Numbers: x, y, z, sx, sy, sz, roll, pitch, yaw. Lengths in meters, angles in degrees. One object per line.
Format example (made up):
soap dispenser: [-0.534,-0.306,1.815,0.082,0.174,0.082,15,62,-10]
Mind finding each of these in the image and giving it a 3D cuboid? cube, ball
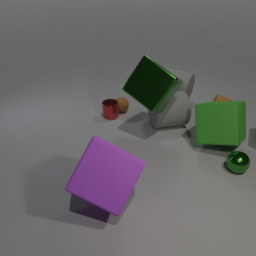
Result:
cube: [-0.580,1.116,7.082,1.400,1.400,1.400,28,-3,-5]
cube: [3.275,-0.206,9.838,1.400,1.400,1.400,1,8,33]
ball: [3.470,1.072,8.810,0.700,0.700,0.700,0,28,0]
cube: [0.904,-1.510,9.935,1.400,1.400,1.400,39,15,14]
ball: [-0.302,-1.070,12.779,0.700,0.700,0.700,0,28,0]

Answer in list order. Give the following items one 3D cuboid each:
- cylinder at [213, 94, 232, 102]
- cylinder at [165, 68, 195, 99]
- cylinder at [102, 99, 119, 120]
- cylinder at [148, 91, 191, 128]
cylinder: [4.222,-1.076,12.626,0.700,0.700,0.700,23,32,6]
cylinder: [2.258,-2.003,13.200,1.400,1.400,1.400,18,33,21]
cylinder: [-0.768,-0.820,12.289,0.700,0.700,0.700,-2,34,1]
cylinder: [1.665,-0.758,11.475,1.400,1.400,1.400,-6,29,-12]
